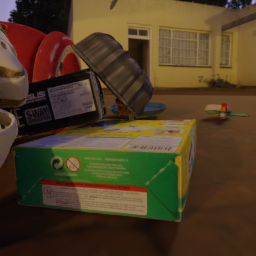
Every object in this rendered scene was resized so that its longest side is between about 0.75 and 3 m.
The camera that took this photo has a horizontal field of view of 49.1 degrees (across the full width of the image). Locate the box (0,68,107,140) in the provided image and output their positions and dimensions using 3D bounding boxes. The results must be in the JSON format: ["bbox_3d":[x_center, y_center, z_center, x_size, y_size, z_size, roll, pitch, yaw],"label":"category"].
[{"bbox_3d":[-1.598,-0.187,4.177,2.528,0.629,1.994,-14,6,-1],"label":"box"}]

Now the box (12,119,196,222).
[{"bbox_3d":[0.043,0.250,3.427,1.497,0.617,2.552,1,10,17],"label":"box"}]

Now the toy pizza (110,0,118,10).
[{"bbox_3d":[-0.521,-4.916,10.745,0.122,0.771,0.771,31,7,-4],"label":"toy pizza"}]

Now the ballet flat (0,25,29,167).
[{"bbox_3d":[-1.302,-0.209,2.363,0.879,0.930,2.760,4,44,-5],"label":"ballet flat"}]

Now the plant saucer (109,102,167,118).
[{"bbox_3d":[0.380,-0.693,10.616,2.190,0.300,2.190,-2,13,1],"label":"plant saucer"}]

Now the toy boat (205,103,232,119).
[{"bbox_3d":[3.248,-0.570,9.934,0.958,0.529,1.139,5,0,2],"label":"toy boat"}]

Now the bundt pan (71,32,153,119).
[{"bbox_3d":[-0.154,-0.814,4.064,0.526,1.402,1.402,-42,9,1],"label":"bundt pan"}]

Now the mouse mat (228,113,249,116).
[{"bbox_3d":[4.295,-0.531,11.051,0.778,0.036,0.966,2,9,13],"label":"mouse mat"}]

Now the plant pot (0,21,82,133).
[{"bbox_3d":[-2.364,-1.125,6.391,2.292,2.517,2.517,4,8,8],"label":"plant pot"}]

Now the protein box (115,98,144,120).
[{"bbox_3d":[0.078,-0.760,9.092,0.523,0.776,0.770,4,34,32],"label":"protein box"}]
